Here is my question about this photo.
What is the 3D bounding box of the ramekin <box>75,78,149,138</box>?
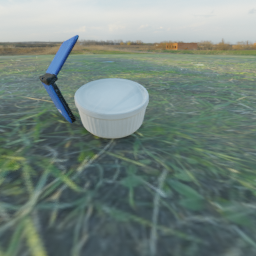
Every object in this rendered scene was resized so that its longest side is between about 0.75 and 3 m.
[{"bbox_3d":[-0.398,-0.491,7.122,1.845,0.859,1.845,0,35,0],"label":"ramekin"}]

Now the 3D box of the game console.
[{"bbox_3d":[-1.741,-1.418,8.119,1.338,1.930,2.262,-31,21,-12],"label":"game console"}]
